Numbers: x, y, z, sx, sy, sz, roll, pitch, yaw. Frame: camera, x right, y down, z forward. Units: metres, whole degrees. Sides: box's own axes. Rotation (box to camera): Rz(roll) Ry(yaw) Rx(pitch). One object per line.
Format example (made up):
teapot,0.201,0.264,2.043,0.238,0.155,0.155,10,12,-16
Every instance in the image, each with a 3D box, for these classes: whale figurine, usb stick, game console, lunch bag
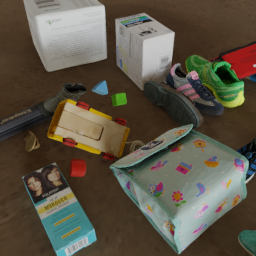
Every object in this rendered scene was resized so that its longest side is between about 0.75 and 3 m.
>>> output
whale figurine,2.910,2.713,4.494,2.109,1.376,2.652,-9,47,-8
usb stick,-3.144,-0.236,8.310,2.598,0.424,0.720,-29,50,-27
game console,4.272,-2.450,10.332,2.027,1.203,1.747,-21,66,-8
lunch bag,1.006,1.012,6.251,2.100,1.503,2.465,-30,42,-19

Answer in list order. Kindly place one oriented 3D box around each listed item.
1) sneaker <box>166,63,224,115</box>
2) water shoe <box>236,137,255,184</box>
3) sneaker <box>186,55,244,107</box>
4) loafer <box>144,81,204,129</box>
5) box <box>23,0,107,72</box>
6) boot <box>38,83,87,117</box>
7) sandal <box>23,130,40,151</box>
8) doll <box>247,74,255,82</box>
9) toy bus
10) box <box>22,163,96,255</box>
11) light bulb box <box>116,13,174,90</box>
sneaker,2.126,-1.261,8.946,0.803,0.938,2.288,-22,47,-40
water shoe,2.922,0.654,6.786,2.152,0.849,0.769,-35,52,-9
sneaker,2.995,-1.854,9.482,1.022,1.153,2.760,-19,46,-18
loafer,1.500,-0.876,8.720,0.771,0.880,2.450,-22,45,-29
box,-2.420,-3.921,10.892,2.542,2.178,2.530,-17,46,-19
boot,-1.597,-0.801,7.989,0.610,1.178,1.803,60,19,4
sandal,-2.599,0.400,7.729,0.400,0.359,1.091,-51,36,-1
doll,5.166,-2.043,10.023,1.914,0.680,2.805,-2,44,13
toy bus,-0.953,0.104,7.367,2.117,2.243,1.159,-26,12,-25
box,-1.552,1.743,6.179,0.850,0.508,2.066,-24,49,-23
light bulb box,0.519,-2.708,9.826,1.198,1.904,1.920,-20,47,-20
